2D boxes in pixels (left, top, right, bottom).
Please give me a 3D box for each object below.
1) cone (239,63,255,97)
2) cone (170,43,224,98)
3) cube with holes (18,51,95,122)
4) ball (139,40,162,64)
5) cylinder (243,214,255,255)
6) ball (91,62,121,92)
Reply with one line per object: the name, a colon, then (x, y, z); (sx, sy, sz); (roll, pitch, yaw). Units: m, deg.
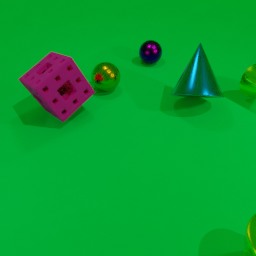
cone: (3.967, -1.123, 7.900); (1.139, 1.139, 1.143); (-8, 36, -9)
cone: (1.994, -1.644, 7.917); (1.493, 1.499, 1.493); (3, 5, 0)
cube with holes: (-1.913, -1.136, 7.567); (1.204, 1.204, 1.204); (-46, 41, -15)
ball: (0.812, -2.734, 10.093); (0.845, 0.845, 0.845); (0, 41, 0)
cylinder: (2.386, 2.015, 4.393); (1.063, 1.063, 1.063); (-8, 34, 5)
ball: (-0.690, -1.597, 8.739); (0.914, 0.914, 0.914); (0, 41, 0)
